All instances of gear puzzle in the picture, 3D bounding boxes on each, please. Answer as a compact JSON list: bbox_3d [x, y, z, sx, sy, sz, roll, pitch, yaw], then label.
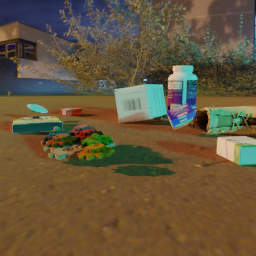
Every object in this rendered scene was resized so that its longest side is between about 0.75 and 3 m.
[{"bbox_3d":[-1.189,0.288,6.656,1.523,0.385,2.940,-12,14,-22],"label":"gear puzzle"}]

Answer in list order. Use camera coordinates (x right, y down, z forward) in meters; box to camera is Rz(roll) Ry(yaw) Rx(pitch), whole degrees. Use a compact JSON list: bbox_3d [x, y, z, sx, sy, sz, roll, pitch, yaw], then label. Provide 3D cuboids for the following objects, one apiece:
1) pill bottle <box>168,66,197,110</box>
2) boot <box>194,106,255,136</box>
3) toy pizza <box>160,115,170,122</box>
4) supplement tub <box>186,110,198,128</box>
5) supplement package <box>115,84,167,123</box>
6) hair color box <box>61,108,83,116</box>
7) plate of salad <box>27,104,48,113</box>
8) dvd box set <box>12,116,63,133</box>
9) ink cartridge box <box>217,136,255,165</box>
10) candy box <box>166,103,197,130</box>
[{"bbox_3d":[2.906,-1.938,14.999,1.516,2.696,1.516,0,9,0],"label":"pill bottle"},{"bbox_3d":[3.661,-0.230,8.996,2.234,1.046,2.874,-1,6,-16],"label":"boot"},{"bbox_3d":[2.343,-0.510,13.748,1.545,0.245,1.545,0,8,0],"label":"toy pizza"},{"bbox_3d":[2.875,-0.334,10.997,1.162,0.712,0.712,2,9,8],"label":"supplement tub"},{"bbox_3d":[0.682,-1.219,13.434,1.572,1.577,2.688,-7,5,23],"label":"supplement package"},{"bbox_3d":[-3.252,-0.939,16.247,0.611,0.369,1.204,6,11,36],"label":"hair color box"},{"bbox_3d":[-4.409,-0.902,13.584,1.012,0.243,1.012,20,14,-5],"label":"plate of salad"},{"bbox_3d":[-3.652,-0.183,11.161,1.763,0.354,2.409,-4,9,-20],"label":"dvd box set"},{"bbox_3d":[2.600,0.488,6.340,0.760,0.441,1.050,-1,9,-9],"label":"ink cartridge box"},{"bbox_3d":[1.857,-0.432,9.792,0.869,0.396,1.027,-22,19,7],"label":"candy box"}]
